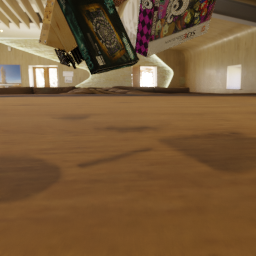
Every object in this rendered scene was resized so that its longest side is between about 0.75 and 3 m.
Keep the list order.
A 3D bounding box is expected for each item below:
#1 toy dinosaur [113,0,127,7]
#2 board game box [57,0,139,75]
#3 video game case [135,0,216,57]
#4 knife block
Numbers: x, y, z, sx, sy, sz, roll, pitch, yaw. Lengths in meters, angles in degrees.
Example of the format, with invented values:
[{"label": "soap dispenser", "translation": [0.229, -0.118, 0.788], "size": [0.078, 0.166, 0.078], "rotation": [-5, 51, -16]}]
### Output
[{"label": "toy dinosaur", "translation": [-0.579, -3.743, 7.955], "size": [2.043, 0.877, 1.385], "rotation": [-2, -36, -26]}, {"label": "board game box", "translation": [-0.522, -1.770, 4.696], "size": [0.236, 1.678, 1.135], "rotation": [-23, 2, 41]}, {"label": "video game case", "translation": [1.166, -2.942, 5.713], "size": [2.295, 2.532, 0.453], "rotation": [-30, 54, -34]}, {"label": "knife block", "translation": [-2.223, -3.447, 10.563], "size": [1.995, 2.273, 0.727], "rotation": [4, 15, -42]}]
